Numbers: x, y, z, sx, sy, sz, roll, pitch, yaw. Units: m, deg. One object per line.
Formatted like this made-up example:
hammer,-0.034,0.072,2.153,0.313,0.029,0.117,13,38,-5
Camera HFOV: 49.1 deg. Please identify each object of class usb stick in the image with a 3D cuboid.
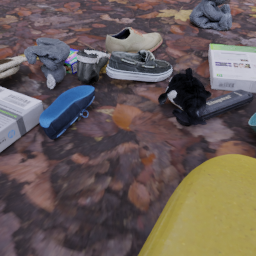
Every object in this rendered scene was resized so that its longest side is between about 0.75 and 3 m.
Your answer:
usb stick,2.387,-0.576,7.635,2.415,0.394,0.670,-19,24,-23

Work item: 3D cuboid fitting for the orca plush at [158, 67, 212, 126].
orca plush,1.429,-1.061,7.351,1.448,0.978,2.753,1,27,18

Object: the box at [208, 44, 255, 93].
box,3.772,-2.082,9.510,1.938,0.488,2.686,7,41,9

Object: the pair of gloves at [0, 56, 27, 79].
pair of gloves,-4.859,-1.927,8.710,2.912,0.511,2.476,14,30,30

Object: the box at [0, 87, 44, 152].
box,-3.916,-0.012,6.818,2.331,0.615,2.989,18,41,23

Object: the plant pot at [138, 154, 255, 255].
plant pot,1.538,1.894,2.887,2.862,2.843,2.927,13,35,16

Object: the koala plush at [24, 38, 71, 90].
koala plush,-2.306,-1.940,8.629,1.217,1.325,1.175,8,39,10

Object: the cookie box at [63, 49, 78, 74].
cookie box,-2.115,-2.407,9.925,1.156,0.434,0.989,20,44,24

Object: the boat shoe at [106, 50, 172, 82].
boat shoe,0.498,-2.015,8.848,2.419,0.858,0.872,-9,42,-32

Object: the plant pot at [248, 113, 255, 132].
plant pot,3.870,-0.074,6.236,1.832,1.832,1.234,-35,92,-36

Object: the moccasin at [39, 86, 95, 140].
moccasin,-1.568,-0.458,7.346,0.821,0.696,2.041,14,39,28

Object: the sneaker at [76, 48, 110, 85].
sneaker,-1.169,-1.981,9.051,0.784,1.068,2.361,14,20,4

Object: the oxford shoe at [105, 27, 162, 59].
oxford shoe,0.300,-3.348,10.675,2.572,0.949,0.910,-25,45,-28

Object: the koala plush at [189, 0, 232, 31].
koala plush,3.888,-5.811,12.774,1.966,2.139,1.897,8,40,10
